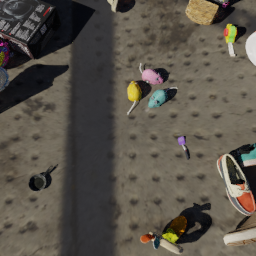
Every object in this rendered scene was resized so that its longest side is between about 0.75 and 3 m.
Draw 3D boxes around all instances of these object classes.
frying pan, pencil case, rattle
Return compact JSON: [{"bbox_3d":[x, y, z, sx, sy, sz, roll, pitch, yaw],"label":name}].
[{"bbox_3d":[-2.907,1.629,9.232,0.574,0.155,0.950,15,68,5],"label":"frying pan"},{"bbox_3d":[-5.781,-3.251,10.598,2.789,1.232,1.232,29,71,10],"label":"pencil case"},{"bbox_3d":[1.111,2.922,7.952,1.101,1.542,1.004,-50,35,0],"label":"rattle"}]

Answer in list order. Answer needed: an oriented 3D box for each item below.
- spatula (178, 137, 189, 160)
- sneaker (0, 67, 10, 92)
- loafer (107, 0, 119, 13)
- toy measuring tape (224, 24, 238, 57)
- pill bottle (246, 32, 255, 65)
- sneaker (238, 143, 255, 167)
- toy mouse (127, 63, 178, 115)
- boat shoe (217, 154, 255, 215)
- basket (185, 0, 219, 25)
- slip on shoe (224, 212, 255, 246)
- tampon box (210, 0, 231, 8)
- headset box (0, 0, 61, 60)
[{"bbox_3d":[1.935,0.704,9.625,0.235,0.085,0.830,-13,70,-11],"label":"spatula"},{"bbox_3d":[-5.208,-1.004,9.409,1.043,1.206,2.783,39,87,-17],"label":"sneaker"},{"bbox_3d":[-0.641,-5.411,11.814,0.485,0.537,1.420,-2,59,1],"label":"loafer"},{"bbox_3d":[4.105,-3.556,11.074,0.537,0.537,1.461,0,69,0],"label":"toy measuring tape"},{"bbox_3d":[5.957,-3.537,10.469,2.787,1.591,1.591,-38,73,-13],"label":"pill bottle"},{"bbox_3d":[4.503,0.780,9.311,1.719,0.614,0.687,-13,74,-4],"label":"sneaker"},{"bbox_3d":[0.928,-1.524,10.321,1.891,0.412,2.128,0,69,0],"label":"toy mouse"},{"bbox_3d":[3.492,1.782,8.916,0.720,0.633,2.023,-18,71,-9],"label":"boat shoe"},{"bbox_3d":[3.037,-4.755,11.609,1.207,0.899,0.862,27,104,10],"label":"basket"},{"bbox_3d":[3.934,2.873,8.358,2.460,0.935,0.745,-14,56,-6],"label":"slip on shoe"},{"bbox_3d":[4.201,-6.073,11.719,0.945,1.121,1.496,35,73,13],"label":"tampon box"},{"bbox_3d":[-4.387,-4.206,11.030,2.716,1.049,2.021,24,71,10],"label":"headset box"}]
